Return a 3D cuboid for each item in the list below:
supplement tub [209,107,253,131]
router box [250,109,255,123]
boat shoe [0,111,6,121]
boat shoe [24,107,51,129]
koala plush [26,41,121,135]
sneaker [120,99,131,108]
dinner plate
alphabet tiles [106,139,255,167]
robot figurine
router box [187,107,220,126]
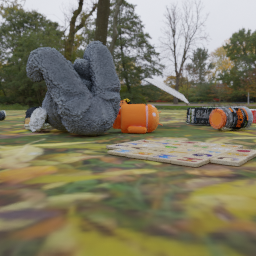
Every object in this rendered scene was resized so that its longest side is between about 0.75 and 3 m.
[{"bbox_3d":[3.406,-0.312,9.283,1.314,0.805,0.805,-3,6,-28],"label":"supplement tub"},{"bbox_3d":[6.802,-0.595,13.790,2.283,0.621,2.543,2,5,25],"label":"router box"},{"bbox_3d":[-7.168,-0.683,15.307,1.513,0.566,0.468,2,4,41],"label":"boat shoe"},{"bbox_3d":[-3.258,-0.398,10.494,0.950,0.792,2.546,-2,3,-4],"label":"boat shoe"},{"bbox_3d":[-1.767,-0.727,8.459,2.517,2.608,2.838,-19,-5,-38],"label":"koala plush"},{"bbox_3d":[0.040,-1.005,15.371,0.921,1.185,2.633,1,5,12],"label":"sneaker"},{"bbox_3d":[1.505,-1.446,10.602,1.968,0.239,1.968,29,11,-6],"label":"dinner plate"},{"bbox_3d":[0.925,0.390,5.064,2.491,0.079,2.073,4,6,39],"label":"alphabet tiles"},{"bbox_3d":[0.282,-0.304,8.628,1.539,0.897,1.107,0,3,1],"label":"robot figurine"},{"bbox_3d":[3.922,-0.533,12.229,1.826,0.757,2.437,4,6,38],"label":"router box"}]
